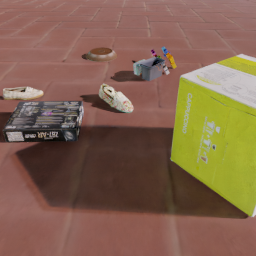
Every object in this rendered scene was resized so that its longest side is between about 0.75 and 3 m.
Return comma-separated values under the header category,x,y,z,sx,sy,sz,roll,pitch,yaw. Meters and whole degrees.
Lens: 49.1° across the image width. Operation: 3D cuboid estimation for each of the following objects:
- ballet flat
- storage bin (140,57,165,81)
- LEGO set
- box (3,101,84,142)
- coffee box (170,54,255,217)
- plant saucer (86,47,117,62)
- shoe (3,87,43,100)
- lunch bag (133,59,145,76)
category,x,y,z,sx,sy,sz,roll,pitch,yaw
ballet flat,-0.530,-1.198,10.906,0.718,0.607,1.899,-28,44,-33
storage bin,1.167,-2.681,12.922,1.165,0.783,0.848,-30,44,-35
LEGO set,1.925,-3.334,14.021,0.790,0.849,2.070,-31,40,9
box,-2.791,-0.276,9.621,2.338,0.509,1.873,-1,34,-2
coffee box,3.052,-0.026,7.266,2.698,2.724,2.728,-24,41,-31
plant saucer,-1.460,-4.099,15.434,1.724,0.315,1.724,-1,34,0
shoe,-4.271,-1.427,11.398,1.574,0.420,0.550,-5,35,-7
lunch bag,0.639,-2.877,13.370,0.786,0.630,0.303,-29,39,-27
